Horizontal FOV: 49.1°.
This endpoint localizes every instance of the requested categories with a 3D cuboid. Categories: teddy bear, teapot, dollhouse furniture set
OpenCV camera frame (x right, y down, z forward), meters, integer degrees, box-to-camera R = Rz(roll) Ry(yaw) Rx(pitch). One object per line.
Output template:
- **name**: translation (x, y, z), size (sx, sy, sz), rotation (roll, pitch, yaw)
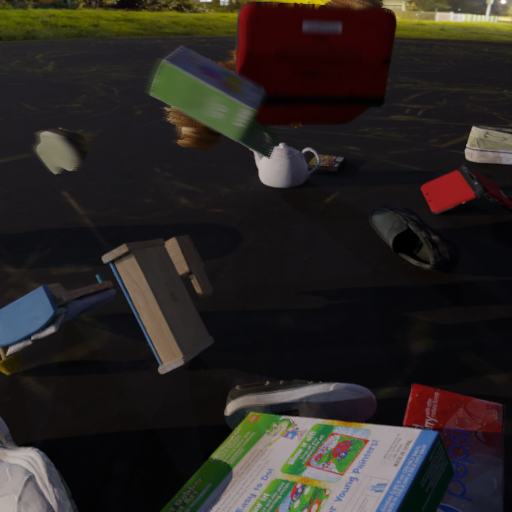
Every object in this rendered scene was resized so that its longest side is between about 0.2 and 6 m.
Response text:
- **teddy bear**: translation (0.367, -2.726, 8.845), size (3.808, 2.761, 1.271), rotation (-21, 69, -18)
- **teapot**: translation (0.684, -2.256, 13.559), size (1.288, 0.941, 1.271), rotation (-14, 30, -27)
- **dollhouse furniture set**: translation (-1.968, 0.980, 7.678), size (2.402, 1.567, 2.267), rotation (-26, -2, 15)

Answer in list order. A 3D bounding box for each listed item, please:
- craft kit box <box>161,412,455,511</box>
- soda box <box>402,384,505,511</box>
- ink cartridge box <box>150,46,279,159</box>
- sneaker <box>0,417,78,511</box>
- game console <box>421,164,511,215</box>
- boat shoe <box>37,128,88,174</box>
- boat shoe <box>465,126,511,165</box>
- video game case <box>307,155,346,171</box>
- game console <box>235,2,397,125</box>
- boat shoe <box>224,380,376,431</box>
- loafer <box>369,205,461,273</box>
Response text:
- **craft kit box**: translation (0.151, 2.120, 4.355), size (2.091, 0.514, 2.118), rotation (-6, 24, 44)
- **soda box**: translation (1.533, 2.278, 4.722), size (0.933, 0.845, 2.664), rotation (10, 28, 20)
- **ink cartridge box**: translation (-0.301, -1.504, 5.424), size (1.280, 0.379, 0.664), rotation (28, 33, -6)
- **sneaker**: translation (-2.438, 2.234, 4.951), size (2.432, 0.948, 1.208), rotation (13, 35, 42)
- **game console**: translation (4.701, -1.254, 12.447), size (1.510, 1.040, 1.753), rotation (30, 26, -9)
- **boat shoe**: translation (-3.149, -1.819, 9.276), size (0.603, 0.714, 2.002), rotation (-40, 21, -21)
- **boat shoe**: translation (7.186, -2.973, 14.962), size (3.026, 0.939, 1.089), rotation (0, 27, 0)
- **video game case**: translation (1.874, -2.482, 14.917), size (0.832, 0.117, 0.920), rotation (10, 30, 19)
- **game console**: translation (0.516, -2.090, 6.349), size (1.717, 1.480, 1.019), rotation (-4, 29, -14)
- **boat shoe**: translation (0.483, 1.625, 6.341), size (1.698, 0.583, 0.481), rotation (-4, 27, -3)
- **loafer**: translation (2.688, -0.361, 10.050), size (0.750, 0.725, 2.136), rotation (-5, 30, -28)
